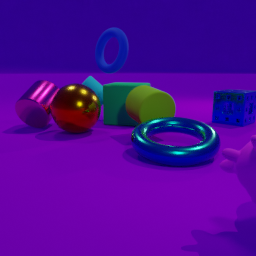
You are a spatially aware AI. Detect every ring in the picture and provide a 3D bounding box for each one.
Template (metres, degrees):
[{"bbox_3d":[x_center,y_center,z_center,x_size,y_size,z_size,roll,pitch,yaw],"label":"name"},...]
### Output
[{"bbox_3d":[-0.492,-2.232,8.111,1.307,1.307,0.261,12,8,43],"label":"ring"},{"bbox_3d":[0.921,0.210,5.544,1.750,0.350,1.750,-1,24,0],"label":"ring"}]

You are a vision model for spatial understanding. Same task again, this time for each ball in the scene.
[{"bbox_3d":[-1.353,-0.510,7.312,1.296,1.296,1.296,0,12,0],"label":"ball"}]

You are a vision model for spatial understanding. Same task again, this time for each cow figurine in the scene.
[{"bbox_3d":[1.788,0.233,3.043,1.588,1.614,0.886,32,-38,-14],"label":"cow figurine"}]

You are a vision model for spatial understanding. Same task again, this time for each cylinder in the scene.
[{"bbox_3d":[-2.528,-0.695,8.064,1.019,1.019,1.019,3,40,15],"label":"cylinder"},{"bbox_3d":[-1.225,-1.110,9.525,0.942,0.942,0.942,41,9,-9],"label":"cylinder"},{"bbox_3d":[0.537,-0.512,6.927,0.955,0.955,0.955,-5,19,-20],"label":"cylinder"}]

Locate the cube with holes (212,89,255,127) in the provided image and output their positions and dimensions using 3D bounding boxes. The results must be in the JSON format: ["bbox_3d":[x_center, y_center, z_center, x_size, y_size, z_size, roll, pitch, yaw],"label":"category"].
[{"bbox_3d":[3.344,-0.663,8.767,0.993,0.993,0.993,11,17,43],"label":"cube with holes"}]

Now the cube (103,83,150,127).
[{"bbox_3d":[-0.016,-0.771,8.753,1.207,1.207,1.207,4,13,15],"label":"cube"}]
